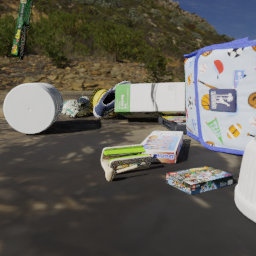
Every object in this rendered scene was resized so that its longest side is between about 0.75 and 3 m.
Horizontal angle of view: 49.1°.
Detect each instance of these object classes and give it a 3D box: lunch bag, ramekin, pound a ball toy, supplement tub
[{"bbox_3d":[2.216,-0.719,6.271,1.637,2.247,2.643,-6,11,-6],"label":"lunch bag"},{"bbox_3d":[1.994,0.544,3.073,1.509,0.792,1.509,0,10,0],"label":"ramekin"},{"bbox_3d":[-0.045,0.592,4.430,0.870,0.369,0.567,-5,36,-27],"label":"pound a ball toy"},{"bbox_3d":[-2.763,-0.663,8.517,1.422,1.422,2.155,-1,10,-7],"label":"supplement tub"}]

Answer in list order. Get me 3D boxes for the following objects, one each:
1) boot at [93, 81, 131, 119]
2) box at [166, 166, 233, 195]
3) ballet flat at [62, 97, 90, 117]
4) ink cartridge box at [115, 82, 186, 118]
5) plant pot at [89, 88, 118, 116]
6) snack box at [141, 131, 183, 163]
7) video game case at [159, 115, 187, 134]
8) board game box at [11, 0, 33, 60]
[{"bbox_3d":[-0.398,-1.287,11.090,2.285,0.831,1.032,-49,1,-31],"label":"boot"},{"bbox_3d":[1.013,0.722,3.980,0.785,0.148,0.536,-5,11,-29],"label":"box"},{"bbox_3d":[-2.095,-0.830,12.264,0.861,0.861,2.399,2,12,15],"label":"ballet flat"},{"bbox_3d":[0.963,-0.971,10.319,2.483,1.047,1.814,1,-4,16],"label":"ink cartridge box"},{"bbox_3d":[-0.906,-1.026,12.079,1.103,1.173,1.173,22,17,22],"label":"plant pot"},{"bbox_3d":[0.741,0.342,5.978,0.744,0.251,2.068,2,10,14],"label":"snack box"},{"bbox_3d":[2.381,-0.149,8.860,2.422,0.309,2.189,-2,10,-6],"label":"video game case"},{"bbox_3d":[-3.701,-3.539,9.847,0.250,2.129,1.116,11,2,-9],"label":"board game box"}]
